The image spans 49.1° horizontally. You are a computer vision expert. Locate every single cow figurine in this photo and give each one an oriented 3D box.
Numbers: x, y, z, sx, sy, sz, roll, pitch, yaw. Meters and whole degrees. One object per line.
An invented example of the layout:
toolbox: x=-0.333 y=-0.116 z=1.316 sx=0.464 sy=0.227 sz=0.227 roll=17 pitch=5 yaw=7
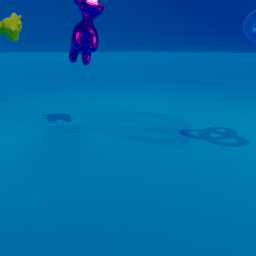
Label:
cow figurine: x=-2.892 y=-2.214 z=5.982 sx=1.070 sy=0.597 sz=1.088 roll=-28 pitch=-32 yaw=19
cow figurine: x=-1.248 y=-2.891 z=8.191 sx=0.917 sy=1.644 sz=1.671 roll=8 pitch=-21 yaw=-18

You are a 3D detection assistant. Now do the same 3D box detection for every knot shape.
knot shape: x=3.512 y=-2.006 z=6.479 sx=1.700 sy=0.786 sz=1.591 roll=52 pitch=28 yaw=19
